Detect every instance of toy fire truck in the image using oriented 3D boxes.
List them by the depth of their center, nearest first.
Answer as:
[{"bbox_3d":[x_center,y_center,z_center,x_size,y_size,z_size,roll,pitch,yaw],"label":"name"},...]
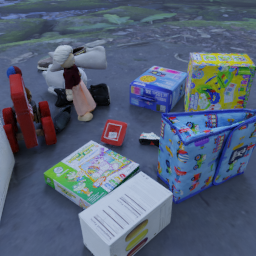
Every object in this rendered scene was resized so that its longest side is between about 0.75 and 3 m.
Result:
[{"bbox_3d":[-3.529,-0.729,9.542,1.641,2.458,2.927,-12,36,-16],"label":"toy fire truck"}]

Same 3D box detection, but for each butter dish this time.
[{"bbox_3d":[-0.404,0.221,9.848,0.859,0.635,0.857,12,77,25],"label":"butter dish"}]

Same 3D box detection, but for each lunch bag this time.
[{"bbox_3d":[2.424,0.591,7.870,2.904,2.186,1.366,-11,37,-15],"label":"lunch bag"}]

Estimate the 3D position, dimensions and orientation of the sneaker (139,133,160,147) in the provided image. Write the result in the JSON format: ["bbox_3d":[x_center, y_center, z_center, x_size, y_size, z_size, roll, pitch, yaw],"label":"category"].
[{"bbox_3d":[0.948,0.362,9.790,1.099,0.387,0.514,6,40,14],"label":"sneaker"}]

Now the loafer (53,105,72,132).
[{"bbox_3d":[-2.467,-0.402,10.681,0.540,0.522,1.537,-36,24,23],"label":"loafer"}]

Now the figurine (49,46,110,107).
[{"bbox_3d":[-2.013,-2.077,11.606,2.376,2.435,1.048,-5,19,-2],"label":"figurine"}]

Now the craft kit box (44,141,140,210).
[{"bbox_3d":[-1.040,1.358,8.316,2.011,0.494,2.036,21,39,31],"label":"craft kit box"}]

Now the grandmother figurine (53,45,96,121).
[{"bbox_3d":[-1.987,-1.741,10.531,0.875,2.888,1.751,-14,38,3],"label":"grandmother figurine"}]

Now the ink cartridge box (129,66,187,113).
[{"bbox_3d":[1.284,-1.632,12.159,1.861,1.041,2.727,18,40,24],"label":"ink cartridge box"}]

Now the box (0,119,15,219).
[{"bbox_3d":[-4.252,0.846,7.122,1.712,2.619,2.605,-7,35,-6],"label":"box"}]

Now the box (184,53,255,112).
[{"bbox_3d":[3.440,-1.595,10.939,2.212,2.297,1.401,3,35,4],"label":"box"}]

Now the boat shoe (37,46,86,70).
[{"bbox_3d":[-3.642,-3.884,15.544,2.862,0.852,1.028,-17,38,-23],"label":"boat shoe"}]

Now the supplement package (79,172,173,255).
[{"bbox_3d":[-0.006,2.134,6.574,1.964,1.117,1.076,-29,42,-34],"label":"supplement package"}]

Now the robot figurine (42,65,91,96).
[{"bbox_3d":[-2.793,-2.224,12.740,2.268,1.280,1.923,21,66,27],"label":"robot figurine"}]
